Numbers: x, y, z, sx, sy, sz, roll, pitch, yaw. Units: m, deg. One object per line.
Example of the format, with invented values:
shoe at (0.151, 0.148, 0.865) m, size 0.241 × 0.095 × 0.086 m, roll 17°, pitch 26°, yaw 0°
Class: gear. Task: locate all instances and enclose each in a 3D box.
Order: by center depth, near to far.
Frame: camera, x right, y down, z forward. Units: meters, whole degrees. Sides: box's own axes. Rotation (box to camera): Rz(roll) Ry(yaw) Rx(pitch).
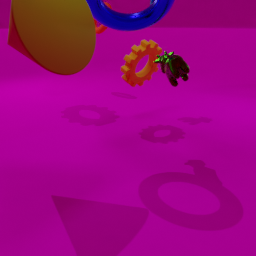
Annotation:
gear at (0.403, -1.813, 7.953) m, size 1.355 × 1.355 × 0.251 m, roll -19°, pitch 50°, yaw -39°

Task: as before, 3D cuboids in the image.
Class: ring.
ring at (0.024, -2.477, 5.171) m, size 1.754 × 1.754 × 0.351 m, roll -1°, pitch 66°, yaw -3°
ring at (-1.124, -4.613, 11.772) m, size 0.265 × 1.323 × 1.323 m, roll 10°, pitch 10°, yaw -42°

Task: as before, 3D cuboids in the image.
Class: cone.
cone at (-1.628, -1.570, 4.722) m, size 1.548 × 1.542 × 1.542 m, roll -1°, pitch 17°, yaw 39°

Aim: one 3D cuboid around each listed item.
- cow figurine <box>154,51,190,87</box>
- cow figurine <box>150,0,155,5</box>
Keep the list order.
cow figurine at (0.934, -1.363, 6.011) m, size 0.515 × 0.923 × 0.938 m, roll -28°, pitch -14°, yaw 0°
cow figurine at (1.067, -4.147, 9.017) m, size 1.005 × 1.021 × 0.561 m, roll -14°, pitch 29°, yaw -33°
